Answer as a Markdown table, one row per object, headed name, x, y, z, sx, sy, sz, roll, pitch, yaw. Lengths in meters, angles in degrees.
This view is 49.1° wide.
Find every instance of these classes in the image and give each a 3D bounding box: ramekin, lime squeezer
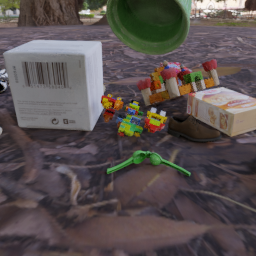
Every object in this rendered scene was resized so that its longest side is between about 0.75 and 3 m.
| name | x | y | z | sx | sy | sz | roll | pitch | yaw |
| --- | --- | --- | --- | --- | --- | --- | --- | --- | --- |
| ramekin | 0.475 | -2.371 | 5.627 | 1.674 | 1.674 | 0.818 | 10 | 61 | 20 |
| lime squeezer | 0.500 | 0.825 | 6.809 | 1.962 | 0.370 | 0.693 | 2 | 25 | 3 |

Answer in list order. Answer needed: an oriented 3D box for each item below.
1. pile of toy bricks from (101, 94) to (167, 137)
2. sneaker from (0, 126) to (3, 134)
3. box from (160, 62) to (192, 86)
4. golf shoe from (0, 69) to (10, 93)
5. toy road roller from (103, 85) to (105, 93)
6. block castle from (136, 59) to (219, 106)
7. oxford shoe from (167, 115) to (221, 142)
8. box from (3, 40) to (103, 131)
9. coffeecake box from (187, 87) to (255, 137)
| name | x | y | z | sx | sy | sz | roll | pitch | yaw |
| --- | --- | --- | --- | --- | --- | --- | --- | --- | --- |
| pile of toy bricks | 0.028 | -0.157 | 8.459 | 2.048 | 1.136 | 1.011 | 19 | 55 | 3 |
| sneaker | -3.827 | 0.397 | 7.691 | 0.579 | 0.534 | 1.448 | 17 | 30 | 1 |
| box | 2.188 | -2.453 | 13.201 | 0.974 | 0.933 | 1.954 | -4 | 25 | -8 |
| golf shoe | -5.607 | -1.955 | 12.432 | 1.106 | 0.910 | 2.340 | 25 | 37 | 19 |
| toy road roller | -1.802 | -1.727 | 11.987 | 1.443 | 1.054 | 0.887 | 41 | 31 | -1 |
| block castle | 1.891 | -1.875 | 10.617 | 2.876 | 1.349 | 1.921 | -19 | 3 | -36 |
| oxford shoe | 1.935 | -0.010 | 8.240 | 1.617 | 0.683 | 0.588 | 13 | 26 | 24 |
| box | -2.208 | -1.464 | 9.190 | 2.491 | 2.503 | 2.144 | 3 | 28 | 7 |
| coffeecake box | 3.312 | -0.633 | 9.428 | 1.661 | 0.790 | 2.163 | -13 | 28 | -24 |
